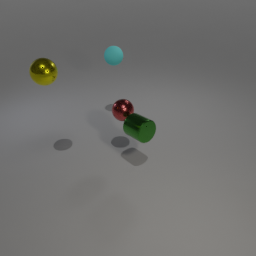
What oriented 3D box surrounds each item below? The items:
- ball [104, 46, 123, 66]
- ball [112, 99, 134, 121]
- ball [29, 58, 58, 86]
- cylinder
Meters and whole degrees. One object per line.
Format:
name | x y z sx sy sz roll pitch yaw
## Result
ball | -0.526 -2.644 10.250 0.700 0.700 0.700 0 31 0
ball | -0.157 -0.560 8.771 0.700 0.700 0.700 0 31 0
ball | -2.141 -1.425 7.115 0.700 0.700 0.700 0 31 0
cylinder | 0.332 -0.006 8.119 0.700 0.700 0.700 -23 34 -33
